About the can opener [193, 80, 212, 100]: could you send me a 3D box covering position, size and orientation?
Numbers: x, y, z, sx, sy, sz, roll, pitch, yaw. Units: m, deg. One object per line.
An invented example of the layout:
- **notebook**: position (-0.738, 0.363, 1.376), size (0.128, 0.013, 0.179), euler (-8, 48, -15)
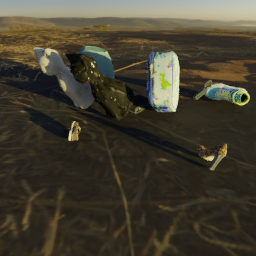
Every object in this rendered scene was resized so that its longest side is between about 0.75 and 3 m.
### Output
- **can opener**: position (2.729, -1.391, 10.248), size (0.886, 0.295, 0.233), euler (-44, 18, -6)

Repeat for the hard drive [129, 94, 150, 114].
- **hard drive**: position (0.329, -0.896, 10.108), size (0.734, 0.230, 1.088), euler (28, 38, 27)

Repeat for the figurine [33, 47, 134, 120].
- **figurine**: position (-1.485, -1.570, 8.831), size (2.694, 2.628, 1.160), euler (19, 74, 37)

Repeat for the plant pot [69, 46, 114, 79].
- **plant pot**: position (-1.432, -2.610, 11.599), size (1.977, 1.332, 1.977), euler (12, 25, -5)

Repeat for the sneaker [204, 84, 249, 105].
- **sneaker**: position (3.701, -1.253, 10.402), size (1.632, 0.649, 1.065), euler (4, 17, 7)

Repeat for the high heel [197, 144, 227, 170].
- **high heel**: position (1.971, 0.472, 6.559), size (0.335, 0.669, 0.938), euler (19, 23, -19)

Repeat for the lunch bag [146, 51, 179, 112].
- **lunch bag**: position (1.163, -1.384, 8.982), size (0.893, 1.741, 2.166), euler (0, -3, 14)

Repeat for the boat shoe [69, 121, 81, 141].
- **boat shoe**: position (-1.492, 0.087, 7.967), size (0.260, 0.314, 0.873), euler (5, 27, -4)
